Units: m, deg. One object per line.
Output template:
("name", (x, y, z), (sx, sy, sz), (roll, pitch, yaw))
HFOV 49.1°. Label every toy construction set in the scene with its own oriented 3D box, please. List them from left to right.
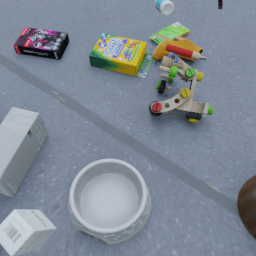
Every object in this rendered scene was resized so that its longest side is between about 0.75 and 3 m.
("toy construction set", (2.083, -1.459, 9.587), (2.186, 2.845, 2.373), (18, 66, 6))

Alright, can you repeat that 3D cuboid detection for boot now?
("boot", (2.151, -3.187, 11.839), (1.461, 0.718, 2.041), (37, 58, 26))

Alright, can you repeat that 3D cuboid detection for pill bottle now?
("pill bottle", (1.235, -4.303, 9.828), (0.483, 0.483, 0.871), (-13, 42, -9))

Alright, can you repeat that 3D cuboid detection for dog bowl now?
("dog bowl", (-0.559, 2.039, 8.266), (2.527, 0.741, 2.527), (0, 56, 0))

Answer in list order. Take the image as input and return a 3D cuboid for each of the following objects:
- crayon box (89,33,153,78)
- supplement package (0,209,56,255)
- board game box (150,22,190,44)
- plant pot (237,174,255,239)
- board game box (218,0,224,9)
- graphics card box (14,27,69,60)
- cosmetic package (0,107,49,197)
("crayon box", (-0.213, -3.091, 11.842), (2.439, 0.629, 1.533), (16, 57, 10))
("supplement package", (-2.216, 2.255, 6.144), (0.668, 1.142, 0.670), (39, 83, 17))
("board game box", (1.906, -4.282, 12.896), (1.779, 0.267, 0.850), (-32, 60, -23))
("plant pot", (4.506, 1.749, 7.331), (2.427, 2.597, 2.427), (0, 55, 0))
("board game box", (3.301, -4.700, 9.798), (0.205, 0.760, 1.266), (7, 12, 17))
("graphics card box", (-3.784, -3.748, 12.357), (2.080, 0.529, 1.305), (11, 56, 6))
("cosmetic package", (-3.621, 0.726, 8.814), (1.119, 1.325, 2.481), (12, 58, 8))
